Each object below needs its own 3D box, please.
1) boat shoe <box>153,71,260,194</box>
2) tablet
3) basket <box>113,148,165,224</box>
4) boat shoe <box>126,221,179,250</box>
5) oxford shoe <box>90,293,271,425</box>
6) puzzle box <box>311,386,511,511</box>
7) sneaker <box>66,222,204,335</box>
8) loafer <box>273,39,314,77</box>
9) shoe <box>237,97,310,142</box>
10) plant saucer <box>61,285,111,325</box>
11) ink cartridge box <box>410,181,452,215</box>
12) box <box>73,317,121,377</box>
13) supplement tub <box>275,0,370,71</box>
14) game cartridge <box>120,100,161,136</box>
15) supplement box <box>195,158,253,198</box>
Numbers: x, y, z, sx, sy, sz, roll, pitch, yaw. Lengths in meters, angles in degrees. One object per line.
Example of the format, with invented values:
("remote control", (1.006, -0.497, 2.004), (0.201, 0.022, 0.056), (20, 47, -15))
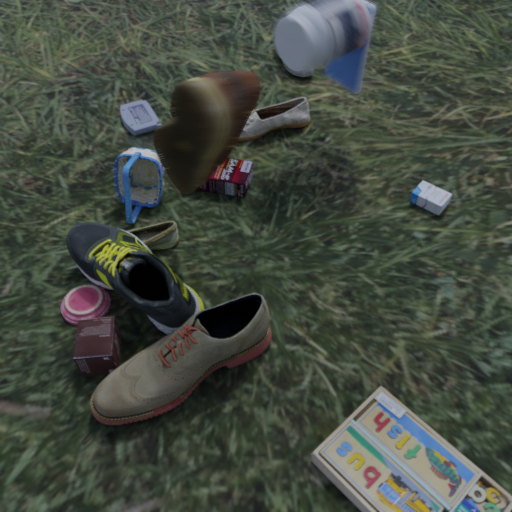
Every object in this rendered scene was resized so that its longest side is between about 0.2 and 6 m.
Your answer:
("boat shoe", (-0.843, -1.989, 9.353), (1.166, 3.453, 1.243), (-32, 91, -22))
("tablet", (2.165, -4.973, 13.083), (0.139, 2.034, 1.324), (-21, 47, -25))
("basket", (-2.607, -1.651, 12.321), (1.082, 1.372, 1.556), (11, 38, 5))
("boat shoe", (-2.481, -0.357, 11.735), (1.695, 0.533, 0.618), (-10, 50, -8))
("oxford shoe", (-1.281, 1.591, 9.534), (3.428, 1.282, 1.208), (-29, 55, -23))
("puzzle box", (2.345, 3.428, 8.567), (1.733, 0.331, 2.605), (-36, 58, -26))
("sneaker", (-2.351, 0.165, 10.454), (3.291, 1.393, 1.226), (31, 73, 19))
("loafer", (1.083, -6.009, 16.524), (0.746, 0.745, 2.134), (-19, 52, -16))
("shoe", (0.216, -3.573, 14.454), (2.477, 0.661, 0.866), (-15, 51, -13))
("plant saucer", (-3.308, 0.905, 10.833), (0.947, 0.240, 0.947), (0, 49, 0))
("ink cartridge box", (3.966, -1.313, 12.715), (0.748, 0.316, 0.540), (31, 56, 26))
("box", (-2.795, 1.608, 9.929), (0.669, 0.676, 0.815), (-4, 49, -4))
("supplement tub", (1.423, -4.789, 11.966), (1.800, 1.263, 1.263), (-32, 56, -26))
("game cartridge", (-3.108, -3.650, 14.817), (0.845, 0.259, 1.269), (-17, 51, -19))
("supplement box", (-0.913, -1.903, 13.126), (1.555, 0.473, 0.846), (10, 50, 7))
